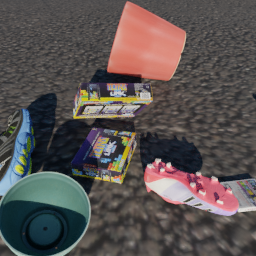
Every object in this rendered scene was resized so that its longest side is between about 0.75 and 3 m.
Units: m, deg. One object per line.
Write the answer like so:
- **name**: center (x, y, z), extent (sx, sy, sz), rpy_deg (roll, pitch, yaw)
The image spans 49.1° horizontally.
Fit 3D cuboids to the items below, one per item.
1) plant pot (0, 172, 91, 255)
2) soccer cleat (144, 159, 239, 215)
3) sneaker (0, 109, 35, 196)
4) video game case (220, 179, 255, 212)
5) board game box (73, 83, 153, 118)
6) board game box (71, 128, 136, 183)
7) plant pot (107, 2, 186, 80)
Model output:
- **plant pot**: center (-1.343, 1.533, 4.571), extent (1.363, 0.913, 1.363), rpy_deg (8, 49, -10)
- **soccer cleat**: center (1.115, 1.203, 5.283), extent (1.919, 0.734, 0.640), rpy_deg (20, 32, 36)
- **sneaker**: center (-2.734, 0.396, 6.230), extent (1.187, 1.015, 2.864), rpy_deg (-5, 31, -10)
- **video game case**: center (2.416, 1.348, 5.696), extent (0.781, 0.098, 0.857), rpy_deg (-5, 25, -4)
- **board game box**: center (-0.447, -0.676, 7.180), extent (1.753, 1.449, 0.497), rpy_deg (-2, 78, -19)
- **board game box**: center (-0.516, 0.587, 6.629), extent (1.171, 0.402, 1.417), rpy_deg (8, 36, 12)
- **plant pot**: center (0.669, -2.844, 9.836), extent (2.222, 2.512, 2.512), rpy_deg (16, 36, -4)
